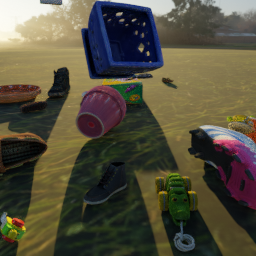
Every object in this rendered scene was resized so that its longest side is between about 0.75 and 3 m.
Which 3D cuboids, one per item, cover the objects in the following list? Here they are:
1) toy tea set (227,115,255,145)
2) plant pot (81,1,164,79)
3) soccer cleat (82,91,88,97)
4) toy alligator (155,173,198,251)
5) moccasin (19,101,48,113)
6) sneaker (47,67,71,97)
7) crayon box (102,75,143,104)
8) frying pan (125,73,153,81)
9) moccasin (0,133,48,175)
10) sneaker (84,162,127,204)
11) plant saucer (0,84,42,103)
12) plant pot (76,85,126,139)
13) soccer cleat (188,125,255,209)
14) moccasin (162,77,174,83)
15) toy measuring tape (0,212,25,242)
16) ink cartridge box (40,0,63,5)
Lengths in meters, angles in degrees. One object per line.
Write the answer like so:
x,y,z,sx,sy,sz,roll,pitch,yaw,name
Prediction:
3.602,-0.013,6.808,2.203,0.815,1.310,12,-22,28,toy tea set
-0.255,-2.055,7.096,1.601,1.601,1.440,-9,-6,-33,plant pot
-1.661,-1.520,12.682,0.870,0.304,0.375,-12,23,-32,soccer cleat
0.853,1.197,4.710,0.643,0.466,1.941,-1,19,-1,toy alligator
-3.592,-0.826,10.682,1.036,0.379,0.400,-22,36,-26,moccasin
-3.270,-2.161,13.155,0.827,1.239,2.164,0,22,7,sneaker
-0.266,-1.820,12.712,1.684,0.826,2.835,-1,19,-2,crayon box
0.324,-1.509,8.213,0.829,0.135,0.501,-1,20,5,frying pan
-2.837,0.626,5.962,2.301,0.842,0.888,-6,9,-45,moccasin
-0.430,0.986,5.201,0.380,0.539,1.015,15,25,37,sneaker
-5.232,-1.566,12.672,2.548,0.411,2.548,1,19,0,plant saucer
-0.874,-0.384,8.161,1.364,1.364,1.221,7,35,18,plant pot
2.266,0.561,5.693,1.251,1.012,2.899,-4,19,-9,soccer cleat
2.324,-2.824,16.375,0.293,0.310,0.802,-15,24,-36,moccasin
-1.748,1.497,4.247,0.334,0.334,0.907,-10,4,-27,toy measuring tape
-2.348,-4.378,8.422,0.640,1.232,0.365,-7,21,-25,ink cartridge box
